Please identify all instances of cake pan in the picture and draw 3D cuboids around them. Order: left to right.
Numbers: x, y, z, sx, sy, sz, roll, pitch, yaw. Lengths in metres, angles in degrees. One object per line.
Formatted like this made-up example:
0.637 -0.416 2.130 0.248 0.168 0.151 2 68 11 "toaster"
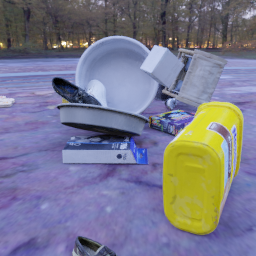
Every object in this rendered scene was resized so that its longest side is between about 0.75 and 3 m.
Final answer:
-0.779 -0.185 8.503 2.813 0.516 2.813 8 -6 1 "cake pan"

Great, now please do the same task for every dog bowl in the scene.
-0.353 -1.753 10.389 2.984 2.984 1.175 1 0 4 "dog bowl"

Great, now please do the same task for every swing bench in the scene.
3.063 -2.348 13.209 1.542 2.364 2.376 16 12 -18 "swing bench"

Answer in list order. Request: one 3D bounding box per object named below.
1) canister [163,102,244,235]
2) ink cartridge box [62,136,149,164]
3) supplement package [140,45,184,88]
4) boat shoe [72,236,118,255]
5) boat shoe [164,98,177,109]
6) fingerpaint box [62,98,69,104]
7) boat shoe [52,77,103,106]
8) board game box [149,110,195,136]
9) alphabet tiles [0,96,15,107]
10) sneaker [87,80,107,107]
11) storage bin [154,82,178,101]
1.539 0.631 5.464 1.050 1.802 2.426 7 21 27 "canister"
-0.573 0.590 7.788 2.284 0.448 1.136 1 17 0 "ink cartridge box"
1.077 -1.946 8.872 0.933 0.892 0.686 31 5 -38 "supplement package"
-0.389 1.851 3.991 1.020 0.331 0.373 10 20 28 "boat shoe"
1.961 -1.189 13.287 0.468 0.494 1.413 1 16 21 "boat shoe"
-1.216 -1.242 12.399 2.996 1.099 2.499 -1 18 -3 "fingerpaint box"
-1.617 -0.983 8.833 1.913 0.656 0.541 30 -14 7 "boat shoe"
1.801 -0.225 10.271 1.637 0.464 1.353 -14 21 -37 "board game box"
-7.097 -1.179 13.672 2.799 0.204 2.738 -4 19 -11 "alphabet tiles"
-1.218 -1.170 9.778 0.799 0.687 1.888 29 29 -40 "sneaker"
1.943 -2.249 15.681 1.493 1.035 2.208 -11 22 -31 "storage bin"
